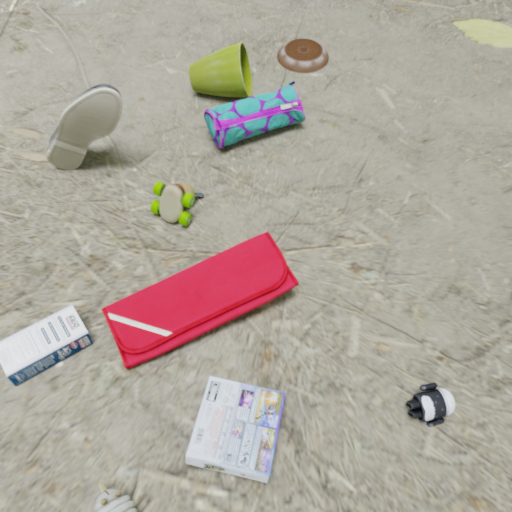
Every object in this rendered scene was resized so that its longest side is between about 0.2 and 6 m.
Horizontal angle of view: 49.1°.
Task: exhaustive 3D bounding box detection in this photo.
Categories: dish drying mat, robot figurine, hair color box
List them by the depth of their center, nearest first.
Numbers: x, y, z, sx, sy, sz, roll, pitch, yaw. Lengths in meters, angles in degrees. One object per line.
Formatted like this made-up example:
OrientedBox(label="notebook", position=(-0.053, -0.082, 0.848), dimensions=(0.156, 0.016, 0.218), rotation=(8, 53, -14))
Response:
OrientedBox(label="robot figurine", position=(2.890, 2.465, 9.272), dimensions=(0.766, 0.575, 0.478), rotation=(-11, 38, -7))
OrientedBox(label="hair color box", position=(-3.749, 1.568, 9.911), dimensions=(1.491, 0.451, 0.746), rotation=(-29, 59, -19))
OrientedBox(label="dish drying mat", position=(-1.017, 0.743, 10.247), dimensions=(3.432, 0.312, 1.318), rotation=(-26, 62, -9))

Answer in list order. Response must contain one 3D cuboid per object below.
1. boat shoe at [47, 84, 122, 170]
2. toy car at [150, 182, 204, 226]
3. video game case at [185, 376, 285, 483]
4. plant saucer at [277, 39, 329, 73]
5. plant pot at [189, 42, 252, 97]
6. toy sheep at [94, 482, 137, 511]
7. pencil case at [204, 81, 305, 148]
OrientedBox(label="boat shoe", position=(-3.651, -2.868, 11.789), dimensions=(1.018, 2.802, 0.879), rotation=(19, 56, -33))
OrientedBox(label="toy car", position=(-1.584, -1.217, 11.889), dimensions=(0.858, 0.824, 1.045), rotation=(23, 29, 15))
OrientedBox(label="video game case", position=(-0.303, 2.762, 9.020), dimensions=(1.318, 0.330, 1.454), rotation=(11, 49, 6))
OrientedBox(label="plant saucer", position=(1.266, -5.443, 15.047), dimensions=(1.412, 0.258, 1.412), rotation=(0, 55, -1))
OrientedBox(label="plant pot", position=(-0.913, -4.495, 13.886), dimensions=(1.383, 1.294, 1.294), rotation=(-6, 54, 12))
OrientedBox(label="toy sheep", position=(-2.076, 3.763, 8.231), dimensions=(0.658, 0.658, 0.955), rotation=(-23, 67, -16))
OrientedBox(label="pencil case", position=(-0.025, -3.259, 13.011), dimensions=(2.267, 0.964, 1.047), rotation=(-21, 13, -13))
